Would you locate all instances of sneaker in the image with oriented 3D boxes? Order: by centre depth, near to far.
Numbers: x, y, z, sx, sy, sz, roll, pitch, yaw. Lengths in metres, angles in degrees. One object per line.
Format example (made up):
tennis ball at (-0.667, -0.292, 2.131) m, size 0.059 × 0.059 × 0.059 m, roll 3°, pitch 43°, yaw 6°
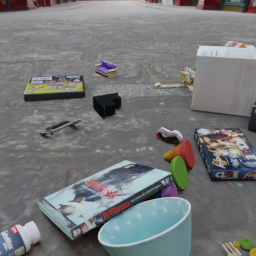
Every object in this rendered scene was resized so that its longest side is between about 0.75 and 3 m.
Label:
sneaker at (1.566, 0.337, 10.309) m, size 0.459 × 0.495 × 1.229 m, roll -36°, pitch 35°, yaw -25°

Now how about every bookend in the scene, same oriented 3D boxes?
bookend at (-0.770, -1.027, 12.572) m, size 1.280 × 0.590 × 1.272 m, roll -13°, pitch 33°, yaw -24°

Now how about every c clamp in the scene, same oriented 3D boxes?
c clamp at (-2.573, -0.097, 10.933) m, size 1.667 × 0.226 × 1.424 m, roll -25°, pitch 24°, yaw -27°

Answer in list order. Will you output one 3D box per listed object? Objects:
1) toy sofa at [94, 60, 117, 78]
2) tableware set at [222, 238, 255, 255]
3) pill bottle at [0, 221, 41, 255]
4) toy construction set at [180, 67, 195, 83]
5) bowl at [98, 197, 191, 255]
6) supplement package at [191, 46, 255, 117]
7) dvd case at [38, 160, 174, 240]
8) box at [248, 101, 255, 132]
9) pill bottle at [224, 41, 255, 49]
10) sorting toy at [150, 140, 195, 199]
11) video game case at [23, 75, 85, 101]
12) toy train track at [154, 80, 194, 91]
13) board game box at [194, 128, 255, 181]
toy sofa at (-1.372, -3.612, 17.061) m, size 0.637 × 0.751 × 1.538 m, roll -22°, pitch 36°, yaw -33°
tableware set at (2.665, 2.909, 5.949) m, size 0.869 × 0.198 × 1.289 m, roll -7°, pitch 29°, yaw -19°
pill bottle at (-2.519, 2.522, 6.151) m, size 1.067 × 0.638 × 0.638 m, roll -22°, pitch 36°, yaw -35°
toy construction set at (3.712, -2.714, 15.042) m, size 2.302 × 1.061 × 1.510 m, roll 5°, pitch 36°, yaw -24°
bowl at (0.490, 2.297, 5.707) m, size 1.963 × 1.027 × 1.963 m, roll -20°, pitch 2°, yaw 1°
supplement package at (4.366, -2.172, 12.576) m, size 2.680 × 2.563 × 1.971 m, roll 8°, pitch 30°, yaw 14°
dvd case at (-0.593, 1.661, 7.304) m, size 2.958 × 0.326 × 2.160 m, roll -22°, pitch 16°, yaw -31°
box at (5.922, -0.607, 11.271) m, size 1.567 × 1.105 × 2.118 m, roll 18°, pitch 34°, yaw 30°
pill bottle at (7.730, -5.002, 18.928) m, size 1.333 × 1.333 × 2.377 m, roll -19°, pitch 34°, yaw -30°
sorting toy at (1.245, 1.284, 8.440) m, size 0.941 × 0.947 × 2.732 m, roll -12°, pitch 19°, yaw 30°
video game case at (-3.819, -2.186, 14.877) m, size 2.966 × 0.378 × 2.680 m, roll -4°, pitch 29°, yaw -9°
toy train track at (2.793, -2.458, 15.310) m, size 2.690 × 0.438 × 1.543 m, roll -4°, pitch 29°, yaw -7°
board game box at (3.339, 0.803, 9.425) m, size 1.715 × 0.438 × 2.532 m, roll 0°, pitch 29°, yaw -1°
